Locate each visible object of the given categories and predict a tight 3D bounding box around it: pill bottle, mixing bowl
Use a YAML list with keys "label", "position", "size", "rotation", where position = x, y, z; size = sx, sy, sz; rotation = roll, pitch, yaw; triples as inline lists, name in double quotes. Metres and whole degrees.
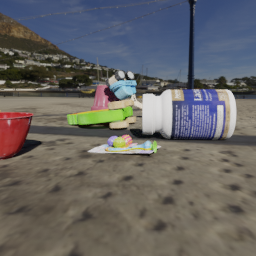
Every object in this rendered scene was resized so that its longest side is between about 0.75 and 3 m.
- label: "pill bottle"
  position: [1.542, -0.359, 7.495]
  size: [2.312, 1.338, 1.338]
  rotation: [0, 8, 3]
- label: "mixing bowl"
  position: [-2.628, 0.154, 5.443]
  size: [1.553, 0.841, 1.553]
  rotation: [0, 8, 0]

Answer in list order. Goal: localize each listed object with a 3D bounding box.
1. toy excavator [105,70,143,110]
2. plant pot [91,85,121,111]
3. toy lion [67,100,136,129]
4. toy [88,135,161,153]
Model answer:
- label: "toy excavator"
  position: [0.063, -1.576, 12.960]
  size: [1.864, 1.917, 0.958]
  rotation: [-8, -12, -46]
- label: "plant pot"
  position: [-1.021, -1.372, 14.173]
  size: [1.698, 1.519, 1.698]
  rotation: [1, 5, 0]
- label: "toy lion"
  position: [-1.116, -0.456, 10.548]
  size: [2.624, 0.940, 2.737]
  rotation: [-6, 6, 10]
- label: "toy"
  position: [-0.064, 0.333, 6.048]
  size: [1.411, 0.333, 0.812]
  rotation: [3, 8, 21]
